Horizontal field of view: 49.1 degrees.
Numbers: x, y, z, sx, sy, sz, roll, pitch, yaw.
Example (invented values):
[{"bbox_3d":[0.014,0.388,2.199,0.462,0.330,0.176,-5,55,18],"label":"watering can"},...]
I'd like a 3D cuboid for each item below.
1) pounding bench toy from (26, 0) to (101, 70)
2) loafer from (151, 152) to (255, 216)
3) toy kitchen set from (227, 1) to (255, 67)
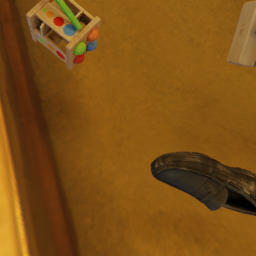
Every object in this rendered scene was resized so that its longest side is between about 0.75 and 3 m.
[{"bbox_3d":[-1.341,-2.303,6.202,1.336,1.713,1.064,39,74,0],"label":"pounding bench toy"},{"bbox_3d":[1.619,1.117,5.404,2.537,0.861,0.891,18,50,-18],"label":"loafer"},{"bbox_3d":[3.899,-1.896,6.237,2.029,2.533,1.492,10,106,-13],"label":"toy kitchen set"}]
